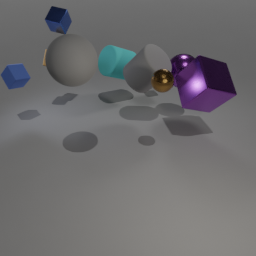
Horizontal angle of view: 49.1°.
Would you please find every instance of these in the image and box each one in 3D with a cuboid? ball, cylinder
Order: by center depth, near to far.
[{"bbox_3d":[-1.527,-1.830,7.630,1.400,1.400,1.400,0,29,0],"label":"ball"},{"bbox_3d":[1.030,-1.407,8.350,0.700,0.700,0.700,0,29,0],"label":"ball"},{"bbox_3d":[0.750,-2.304,10.985,1.400,1.400,1.400,-35,0,44],"label":"cylinder"},{"bbox_3d":[2.253,-2.335,11.520,1.400,1.400,1.400,0,29,0],"label":"ball"},{"bbox_3d":[-0.453,-3.046,13.178,1.400,1.400,1.400,3,21,-42],"label":"cylinder"}]

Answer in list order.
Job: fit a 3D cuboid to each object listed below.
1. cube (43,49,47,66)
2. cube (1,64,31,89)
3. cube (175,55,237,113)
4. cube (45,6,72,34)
[{"bbox_3d":[-3.251,-2.995,12.273,0.700,0.700,0.700,13,9,-5],"label":"cube"},{"bbox_3d":[-4.438,-2.039,11.065,0.700,0.700,0.700,-34,-5,37],"label":"cube"},{"bbox_3d":[2.780,-1.548,10.179,1.400,1.400,1.400,6,62,-29],"label":"cube"},{"bbox_3d":[-2.768,-4.291,11.178,0.700,0.700,0.700,16,72,11],"label":"cube"}]
